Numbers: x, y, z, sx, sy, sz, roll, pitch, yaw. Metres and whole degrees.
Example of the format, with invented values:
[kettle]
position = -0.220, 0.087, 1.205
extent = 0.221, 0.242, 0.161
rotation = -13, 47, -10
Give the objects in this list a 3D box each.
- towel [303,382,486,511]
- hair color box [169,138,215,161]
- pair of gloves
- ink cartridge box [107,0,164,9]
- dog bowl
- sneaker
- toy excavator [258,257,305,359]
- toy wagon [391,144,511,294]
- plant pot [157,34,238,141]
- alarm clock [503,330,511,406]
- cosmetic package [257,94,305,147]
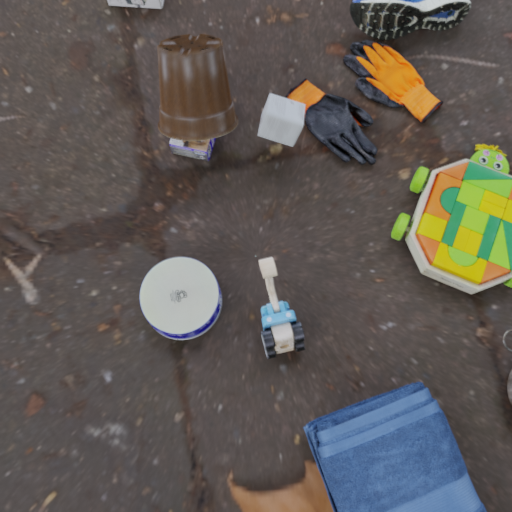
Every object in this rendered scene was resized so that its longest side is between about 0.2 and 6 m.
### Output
[towel]
position = 2.390, 4.061, 8.435
extent = 2.175, 0.946, 3.896
rotation = -19, 72, -6
[hair color box]
position = -1.112, -2.578, 10.783
extent = 0.751, 0.445, 1.373
rotation = 13, 75, 3
[pair of gloves]
position = 2.116, -3.065, 11.005
extent = 2.541, 0.314, 2.264
rotation = -39, 77, -10
[ink cartridge box]
position = -2.515, -5.691, 11.732
extent = 1.147, 0.482, 0.834
rotation = 4, 73, 1
[dog bowl]
position = -1.295, 0.735, 9.683
extent = 1.376, 0.542, 1.376
rotation = 0, 73, 0
[sneaker]
position = 3.045, -5.156, 11.428
extent = 2.444, 0.960, 1.090
rotation = -8, 65, -11
[toy excavator]
position = 0.308, 0.866, 9.304
extent = 0.672, 1.308, 1.345
rotation = -14, 60, -3
[toy wagon]
position = 3.906, -0.862, 10.130
extent = 2.324, 0.593, 2.996
rotation = 23, 74, 5
[plant pot]
position = -1.066, -2.944, 9.627
extent = 1.447, 1.433, 1.447
rotation = -2, 36, 1
[alarm clock]
position = 4.726, 2.060, 9.218
extent = 1.296, 0.639, 1.921
rotation = -29, 77, -8
[cosmetic package]
position = 0.461, -2.465, 10.181
extent = 0.701, 0.583, 0.587
rotation = 15, 54, -9
